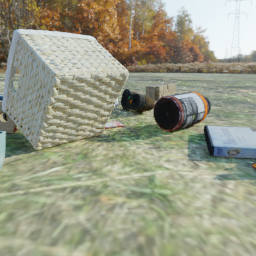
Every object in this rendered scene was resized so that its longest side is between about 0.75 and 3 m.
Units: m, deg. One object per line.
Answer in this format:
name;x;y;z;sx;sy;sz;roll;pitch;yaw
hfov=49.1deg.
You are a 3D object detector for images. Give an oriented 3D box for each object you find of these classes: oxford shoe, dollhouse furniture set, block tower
oxford shoe;0.363;-1.039;11.397;0.976;0.840;2.311;9;13;-26
dollhouse furniture set;-3.732;-1.303;8.450;1.768;2.523;1.778;3;14;14
block tower;1.866;-2.032;15.335;0.739;0.791;2.735;7;17;28

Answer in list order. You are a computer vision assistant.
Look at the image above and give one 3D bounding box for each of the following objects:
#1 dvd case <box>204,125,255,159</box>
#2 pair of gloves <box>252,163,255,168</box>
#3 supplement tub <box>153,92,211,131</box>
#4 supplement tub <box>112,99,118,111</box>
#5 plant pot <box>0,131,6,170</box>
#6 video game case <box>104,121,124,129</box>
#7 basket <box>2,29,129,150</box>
dvd case;3.344;0.315;6.587;2.936;0.258;2.095;2;14;11
pair of gloves;2.795;0.774;4.996;0.918;0.113;0.818;0;13;-2
supplement tub;1.735;-0.551;8.537;1.043;1.043;1.951;13;18;43
supplement tub;-1.003;-0.901;10.330;0.887;0.887;1.345;5;15;20
plant pot;-2.496;0.522;4.594;0.772;0.786;0.770;0;14;-1
video game case;-0.611;-0.086;8.656;0.817;0.071;0.584;-8;15;-28
basket;-1.534;-0.934;6.849;2.246;2.226;1.807;-14;50;-45
